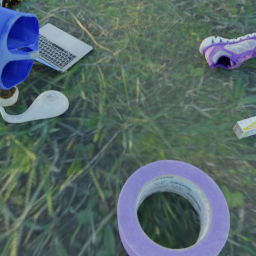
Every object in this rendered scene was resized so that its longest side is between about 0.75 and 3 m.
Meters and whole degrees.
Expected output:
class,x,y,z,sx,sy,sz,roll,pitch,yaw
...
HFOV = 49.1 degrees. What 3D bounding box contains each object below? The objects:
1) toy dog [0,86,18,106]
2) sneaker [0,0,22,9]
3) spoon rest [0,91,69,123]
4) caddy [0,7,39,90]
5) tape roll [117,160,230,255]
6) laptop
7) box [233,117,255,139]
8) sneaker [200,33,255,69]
class,x,y,z,sx,sy,sz,roll,pitch,yaw
toy dog,-4.503,-1.189,8.938,1.892,1.320,1.835,-1,67,-2
sneaker,-5.027,-5.648,12.303,0.664,0.516,1.477,6,55,8
spoon rest,-2.975,-0.650,9.061,2.136,0.647,1.061,-18,59,-27
caddy,-2.969,-2.027,7.058,1.375,1.852,2.620,17,20,-7
tape roll,1.028,2.159,6.829,2.571,1.092,2.571,0,57,-1
laptop,-3.116,-3.218,10.086,2.528,1.565,2.700,33,63,19
box,3.739,-0.023,8.655,0.770,0.433,0.390,-15,58,-11
sneaker,3.955,-2.657,10.132,2.566,1.032,1.134,-5,63,2
